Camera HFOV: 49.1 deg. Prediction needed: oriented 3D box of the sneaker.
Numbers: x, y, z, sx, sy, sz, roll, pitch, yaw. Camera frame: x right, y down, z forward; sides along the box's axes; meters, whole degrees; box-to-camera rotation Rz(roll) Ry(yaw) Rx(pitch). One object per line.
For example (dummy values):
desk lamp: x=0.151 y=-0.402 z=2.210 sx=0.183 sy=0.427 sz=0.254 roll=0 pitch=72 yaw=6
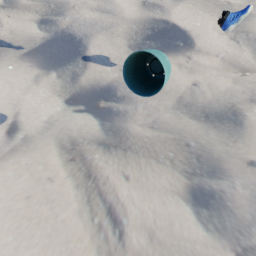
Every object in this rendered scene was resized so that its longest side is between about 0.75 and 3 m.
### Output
sneaker: x=3.009 y=-3.241 z=7.978 sx=0.563 sy=1.012 sz=0.388 roll=45 pitch=13 yaw=-4

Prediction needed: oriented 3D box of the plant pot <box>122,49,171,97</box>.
plant pot: x=0.458 y=-1.171 z=5.652 sx=0.912 sy=0.912 sz=0.732 roll=22 pitch=34 yaw=19
